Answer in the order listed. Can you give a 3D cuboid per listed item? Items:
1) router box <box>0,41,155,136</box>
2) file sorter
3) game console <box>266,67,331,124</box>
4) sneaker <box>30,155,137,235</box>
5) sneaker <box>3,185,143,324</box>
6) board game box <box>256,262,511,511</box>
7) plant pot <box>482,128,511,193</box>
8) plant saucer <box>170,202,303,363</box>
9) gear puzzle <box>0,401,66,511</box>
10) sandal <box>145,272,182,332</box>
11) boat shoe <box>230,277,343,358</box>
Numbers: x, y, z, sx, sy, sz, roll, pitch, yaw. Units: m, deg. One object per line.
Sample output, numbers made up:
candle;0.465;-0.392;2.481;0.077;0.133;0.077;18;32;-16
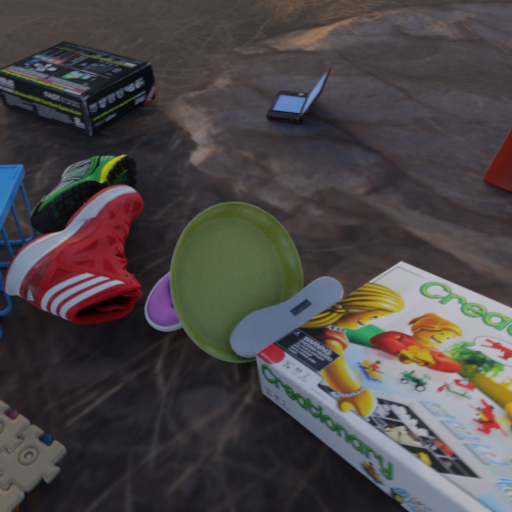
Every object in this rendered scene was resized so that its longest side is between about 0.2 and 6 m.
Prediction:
router box;-4.443;-4.223;13.870;3.147;0.978;2.358;22;45;24
file sorter;-4.536;-0.029;8.484;1.782;1.576;2.569;-3;40;-4
game console;1.032;-3.965;13.625;1.337;0.921;1.552;10;41;11
sneaker;-3.270;-1.101;10.368;1.102;1.009;2.586;7;31;19
sneaker;-2.339;0.084;9.035;1.746;1.184;3.022;32;44;7
board game box;2.547;1.724;6.372;2.897;0.794;4.590;-28;36;-30
plant pot;5.642;-1.910;10.891;1.514;1.513;1.334;-29;59;-30
plant saucer;-0.284;0.369;7.941;2.243;2.243;0.349;-34;14;-33
gear puzzle;-3.371;2.892;6.054;1.373;0.347;2.651;24;49;23
sandal;-0.925;0.214;8.674;0.929;0.561;2.282;22;50;25
boat shoe;0.476;0.950;7.982;1.825;0.517;0.626;-28;58;-15
